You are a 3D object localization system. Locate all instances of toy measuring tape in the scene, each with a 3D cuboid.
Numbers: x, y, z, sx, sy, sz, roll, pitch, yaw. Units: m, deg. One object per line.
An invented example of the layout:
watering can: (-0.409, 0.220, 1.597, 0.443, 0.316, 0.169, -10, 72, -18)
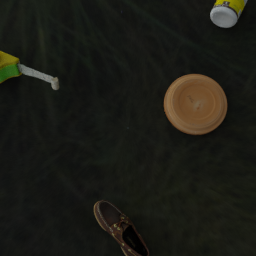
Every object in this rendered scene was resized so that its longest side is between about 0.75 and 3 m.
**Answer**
toy measuring tape: (-3.272, -1.439, 7.514, 2.815, 1.035, 1.035, 24, 79, 10)

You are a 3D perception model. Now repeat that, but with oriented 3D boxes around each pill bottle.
pill bottle: (3.055, -3.749, 8.203, 0.794, 0.794, 1.453, 27, 79, 6)

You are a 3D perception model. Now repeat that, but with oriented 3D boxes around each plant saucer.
plant saucer: (1.894, -0.690, 7.810, 1.753, 0.283, 1.753, 0, 77, 0)

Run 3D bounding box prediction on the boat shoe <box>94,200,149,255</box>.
boat shoe: (-0.127, 2.467, 6.853, 1.772, 0.623, 0.624, 49, 58, 4)
